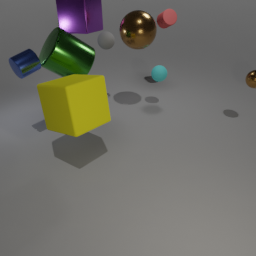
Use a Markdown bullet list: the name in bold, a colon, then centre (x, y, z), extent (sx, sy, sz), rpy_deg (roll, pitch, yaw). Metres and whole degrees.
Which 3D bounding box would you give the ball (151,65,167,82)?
- **ball**: centre (1.363, -2.374, 12.213), extent (0.700, 0.700, 0.700), rpy_deg (0, 31, 0)

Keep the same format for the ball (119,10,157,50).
- **ball**: centre (0.378, -3.671, 10.524), extent (1.400, 1.400, 1.400), rpy_deg (0, 31, 0)

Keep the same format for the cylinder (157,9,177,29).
- **cylinder**: centre (1.749, -4.927, 12.649), extent (0.700, 0.700, 0.700), rpy_deg (-11, 9, -17)

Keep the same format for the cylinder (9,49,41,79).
- **cylinder**: centre (-3.187, -1.992, 8.680), extent (0.700, 0.700, 0.700), rpy_deg (27, 54, 37)

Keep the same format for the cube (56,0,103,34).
- **cube**: centre (-2.018, -4.819, 11.893), extent (1.400, 1.400, 1.400), rpy_deg (9, 28, 22)

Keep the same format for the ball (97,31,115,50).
- **ball**: centre (-0.884, -3.524, 11.285), extent (0.700, 0.700, 0.700), rpy_deg (0, 31, 0)

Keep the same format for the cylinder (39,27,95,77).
- **cylinder**: centre (-2.060, -2.424, 9.461), extent (1.400, 1.400, 1.400), rpy_deg (24, 16, -34)

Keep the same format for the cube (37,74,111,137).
- **cube**: centre (-1.541, -0.717, 8.146), extent (1.400, 1.400, 1.400), rpy_deg (11, 27, 40)

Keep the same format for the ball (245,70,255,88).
- **ball**: centre (4.842, -1.856, 10.649), extent (0.700, 0.700, 0.700), rpy_deg (0, 31, 0)
